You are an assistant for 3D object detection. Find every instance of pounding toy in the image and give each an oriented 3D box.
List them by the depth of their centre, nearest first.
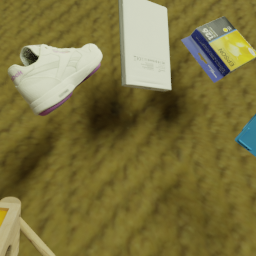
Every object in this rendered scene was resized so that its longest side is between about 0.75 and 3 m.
[{"bbox_3d":[-2.147,1.618,4.222,2.186,1.138,2.488,7,20,-9],"label":"pounding toy"}]

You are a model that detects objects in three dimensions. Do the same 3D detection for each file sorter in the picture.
[{"bbox_3d":[3.408,0.236,5.268,2.135,1.310,1.481,40,113,12],"label":"file sorter"}]

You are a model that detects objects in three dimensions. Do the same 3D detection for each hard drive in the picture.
[{"bbox_3d":[0.448,-2.114,7.127,1.478,0.294,2.241,1,84,-36],"label":"hard drive"}]

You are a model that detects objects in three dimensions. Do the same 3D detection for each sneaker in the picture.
[{"bbox_3d":[-1.348,-1.335,5.660,1.236,0.929,2.482,50,38,-17],"label":"sneaker"}]

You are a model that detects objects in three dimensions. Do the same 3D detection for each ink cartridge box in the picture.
[{"bbox_3d":[2.371,-2.076,7.226,1.464,0.344,1.447,-30,78,-23],"label":"ink cartridge box"}]
